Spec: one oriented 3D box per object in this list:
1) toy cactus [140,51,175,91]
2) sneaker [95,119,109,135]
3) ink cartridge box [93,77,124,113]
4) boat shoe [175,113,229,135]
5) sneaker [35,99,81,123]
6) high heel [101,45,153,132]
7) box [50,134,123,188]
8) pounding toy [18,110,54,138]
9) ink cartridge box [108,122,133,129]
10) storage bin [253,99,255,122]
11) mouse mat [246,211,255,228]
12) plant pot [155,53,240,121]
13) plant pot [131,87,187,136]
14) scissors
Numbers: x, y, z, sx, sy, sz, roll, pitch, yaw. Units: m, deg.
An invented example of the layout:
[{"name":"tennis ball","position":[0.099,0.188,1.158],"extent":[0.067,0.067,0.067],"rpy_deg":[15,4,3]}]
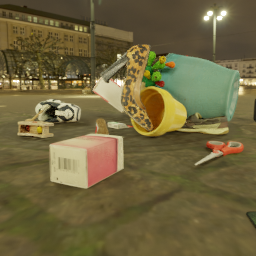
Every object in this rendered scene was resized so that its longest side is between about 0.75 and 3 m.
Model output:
[{"name":"toy cactus","position":[0.803,-1.916,10.704],"extent":[1.245,2.010,2.435],"rpy_deg":[-1,27,-24]},{"name":"sneaker","position":[-0.774,0.242,8.151],"extent":[0.363,0.573,1.019],"rpy_deg":[1,38,-10]},{"name":"ink cartridge box","position":[-0.799,-1.814,14.198],"extent":[1.803,1.019,2.461],"rpy_deg":[36,5,-12]},{"name":"boat shoe","position":[2.371,-0.190,9.566],"extent":[2.060,0.677,0.736],"rpy_deg":[5,10,30]},{"name":"sneaker","position":[-3.480,-0.747,12.059],"extent":[2.520,1.006,1.640],"rpy_deg":[17,7,30]},{"name":"high heel","position":[0.488,-1.190,8.260],"extent":[1.679,2.356,0.841],"rpy_deg":[-36,2,13]},{"name":"box","position":[-0.688,0.523,4.945],"extent":[0.769,0.655,1.203],"rpy_deg":[4,10,26]},{"name":"pounding toy","position":[-3.005,-0.164,8.891],"extent":[1.447,0.830,0.828],"rpy_deg":[7,7,40]},{"name":"ink cartridge box","position":[-0.276,-0.127,10.831],"extent":[0.801,0.201,0.645],"rpy_deg":[-10,13,-40]},{"name":"storage bin","position":[6.264,-0.744,11.762],"extent":[0.773,1.115,1.649],"rpy_deg":[-8,12,-43]},{"name":"mouse mat","position":[1.894,1.119,3.152],"extent":[0.915,0.034,0.736],"rpy_deg":[2,9,4]},{"name":"plant pot","position":[2.841,-1.391,11.107],"extent":[2.711,2.885,2.885],"rpy_deg":[12,14,28]},{"name":"plant pot","position":[1.071,-0.454,8.914],"extent":[1.400,1.488,1.488],"rpy_deg":[8,1,-44]},{"name":"scissors","position":[2.127,0.553,6.352],"extent":[0.900,0.171,2.461],"rpy_deg":[6,9,22]}]
